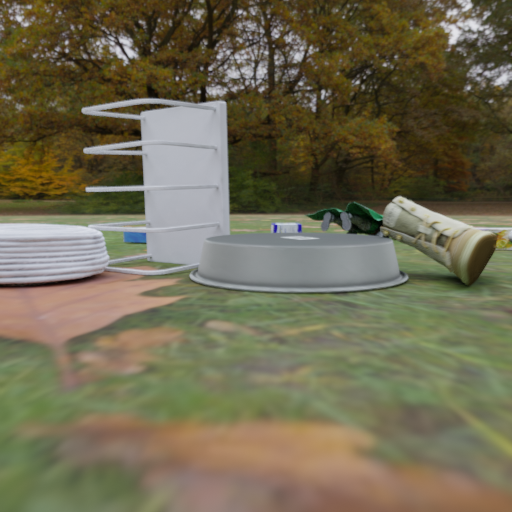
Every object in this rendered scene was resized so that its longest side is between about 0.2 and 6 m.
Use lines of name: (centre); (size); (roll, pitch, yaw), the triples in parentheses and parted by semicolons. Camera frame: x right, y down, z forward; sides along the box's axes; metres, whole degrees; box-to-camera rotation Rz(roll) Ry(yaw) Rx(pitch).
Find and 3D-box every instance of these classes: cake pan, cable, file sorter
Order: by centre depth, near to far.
cable: (-2.796, -0.046, 6.959); (1.895, 0.656, 1.895); (2, 6, 20)
cake pan: (0.518, 0.019, 7.026); (2.695, 0.494, 2.695); (0, 6, 0)
file sorter: (-1.467, -0.979, 7.992); (1.640, 2.364, 1.472); (4, 8, 36)

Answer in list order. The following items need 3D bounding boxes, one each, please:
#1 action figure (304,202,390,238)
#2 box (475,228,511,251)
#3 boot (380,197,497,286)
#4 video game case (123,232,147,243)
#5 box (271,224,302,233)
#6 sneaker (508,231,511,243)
action figure: (2.773, -0.782, 14.354); (1.738, 0.804, 2.942); (3, -1, 39)
box: (5.357, -0.332, 11.284); (2.290, 0.443, 0.475); (1, 5, 11)
boot: (2.103, -0.238, 6.647); (1.340, 0.624, 1.733); (31, 11, 22)
video game case: (-2.129, -0.504, 13.587); (1.605, 0.365, 1.455); (2, 6, 23)
box: (0.817, -0.676, 15.264); (0.779, 0.409, 0.717); (-1, 5, -3)
sneaker: (3.167, -0.124, 4.178); (2.216, 1.000, 0.866); (25, 11, 26)
